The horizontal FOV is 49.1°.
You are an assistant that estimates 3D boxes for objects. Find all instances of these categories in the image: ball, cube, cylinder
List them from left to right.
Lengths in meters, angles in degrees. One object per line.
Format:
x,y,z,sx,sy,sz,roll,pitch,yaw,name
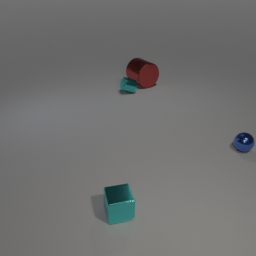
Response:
-0.238,1.991,7.381,0.700,0.700,0.700,-7,30,-13,cube
0.014,-2.287,14.864,0.700,0.700,0.700,12,22,-27,cylinder
0.814,-3.145,15.903,1.400,1.400,1.400,-16,33,-27,cylinder
4.161,0.502,10.040,0.700,0.700,0.700,0,29,0,ball
